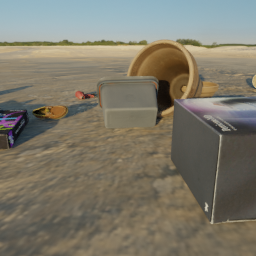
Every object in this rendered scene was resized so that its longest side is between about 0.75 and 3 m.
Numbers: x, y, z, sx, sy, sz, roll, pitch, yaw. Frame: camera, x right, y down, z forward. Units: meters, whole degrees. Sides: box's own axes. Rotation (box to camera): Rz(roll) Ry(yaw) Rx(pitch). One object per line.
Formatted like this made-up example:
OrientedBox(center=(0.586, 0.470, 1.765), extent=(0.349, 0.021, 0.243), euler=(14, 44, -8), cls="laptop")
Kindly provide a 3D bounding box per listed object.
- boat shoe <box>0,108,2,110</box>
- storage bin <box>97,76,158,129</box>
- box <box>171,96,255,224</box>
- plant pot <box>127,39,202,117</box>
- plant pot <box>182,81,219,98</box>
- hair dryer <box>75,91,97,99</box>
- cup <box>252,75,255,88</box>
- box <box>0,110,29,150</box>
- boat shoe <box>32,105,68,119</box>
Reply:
OrientedBox(center=(-5.400, -0.634, 9.698), extent=(2.069, 0.649, 0.752), euler=(-1, 17, -5), cls="boat shoe")
OrientedBox(center=(0.023, -0.667, 8.992), extent=(2.025, 1.473, 1.360), euler=(-1, 45, -5), cls="storage bin")
OrientedBox(center=(2.291, 0.348, 5.151), extent=(2.470, 1.535, 2.490), euler=(-3, 17, -6), cls="box")
OrientedBox(center=(1.673, -1.655, 10.467), extent=(2.670, 2.670, 2.328), euler=(14, 4, 37), cls="plant pot")
OrientedBox(center=(2.956, -1.513, 12.180), extent=(1.835, 0.847, 1.835), euler=(0, 17, 0), cls="plant pot")
OrientedBox(center=(-2.001, -1.583, 13.245), extent=(0.977, 0.349, 1.283), euler=(5, 19, 12), cls="hair dryer")
OrientedBox(center=(7.338, -2.451, 15.263), extent=(0.996, 0.996, 0.712), euler=(9, -9, 27), cls="cup")
OrientedBox(center=(-4.056, -0.003, 8.003), extent=(1.880, 0.475, 2.629), euler=(-3, 16, -8), cls="box")
OrientedBox(center=(-2.640, -0.524, 9.450), extent=(1.250, 0.450, 0.425), euler=(-10, -14, 18), cls="boat shoe")
